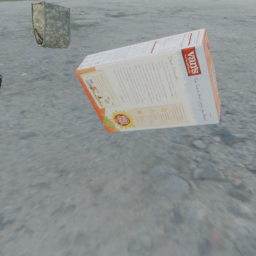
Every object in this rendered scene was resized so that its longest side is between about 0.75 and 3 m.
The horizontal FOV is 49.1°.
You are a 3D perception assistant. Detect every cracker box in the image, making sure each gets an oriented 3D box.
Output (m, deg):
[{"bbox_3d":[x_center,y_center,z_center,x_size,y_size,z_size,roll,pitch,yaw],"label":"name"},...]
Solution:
[{"bbox_3d":[0.450,-0.829,5.753,2.573,1.723,0.742,-4,41,25],"label":"cracker box"}]

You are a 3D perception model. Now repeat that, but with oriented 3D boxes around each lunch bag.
[{"bbox_3d":[-2.758,-3.632,10.126,0.889,1.512,1.240,9,14,35],"label":"lunch bag"}]

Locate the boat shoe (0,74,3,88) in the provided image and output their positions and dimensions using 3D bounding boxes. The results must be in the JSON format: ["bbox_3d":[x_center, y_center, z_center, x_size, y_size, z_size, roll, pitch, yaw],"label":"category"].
[{"bbox_3d":[-3.370,-1.291,5.912,1.190,0.928,2.622,29,-10,-15],"label":"boat shoe"}]
